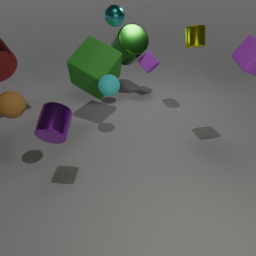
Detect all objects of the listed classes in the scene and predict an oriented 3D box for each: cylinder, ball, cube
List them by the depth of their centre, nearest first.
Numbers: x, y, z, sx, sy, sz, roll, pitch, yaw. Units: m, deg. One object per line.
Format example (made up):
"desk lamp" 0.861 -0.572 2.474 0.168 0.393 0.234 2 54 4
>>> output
"cylinder" -1.645 -0.104 6.237 0.700 0.700 0.700 4 61 7
"ball" -2.928 -0.590 7.033 0.700 0.700 0.700 0 30 0
"cube" 3.379 -1.921 7.505 0.700 0.700 0.700 9 45 -31
"ball" -0.614 -1.369 9.017 0.700 0.700 0.700 0 30 0
"ball" -0.452 -3.809 9.510 0.700 0.700 0.700 0 30 0
"cylinder" 2.392 -3.224 9.921 0.700 0.700 0.700 -4 9 1
"cube" -1.180 -2.154 10.173 1.400 1.400 1.400 31 68 8
"cylinder" -4.997 -2.610 10.182 1.400 1.400 1.400 -25 62 -36
"cylinder" 0.036 -3.747 12.688 1.400 1.400 1.400 -12 -4 -21
"cube" 0.943 -2.999 12.783 0.700 0.700 0.700 -40 -3 11
